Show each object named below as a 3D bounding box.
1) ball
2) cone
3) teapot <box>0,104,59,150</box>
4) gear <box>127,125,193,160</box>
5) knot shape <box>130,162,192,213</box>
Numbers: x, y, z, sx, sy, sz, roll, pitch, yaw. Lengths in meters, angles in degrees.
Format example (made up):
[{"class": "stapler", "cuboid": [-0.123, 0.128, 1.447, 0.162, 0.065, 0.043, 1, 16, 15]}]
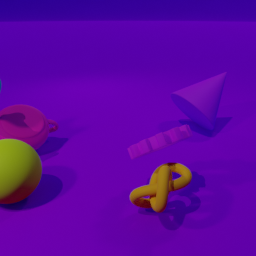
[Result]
[{"class": "ball", "cuboid": [-2.056, 0.740, 4.826, 1.099, 1.099, 1.099, 0, 23, 0]}, {"class": "cone", "cuboid": [2.217, -0.984, 7.672, 1.495, 1.489, 1.489, -48, 34, -2]}, {"class": "teapot", "cuboid": [-2.546, 0.107, 6.512, 1.958, 0.959, 1.218, -12, 61, -33]}, {"class": "gear", "cuboid": [0.539, 0.245, 4.738, 1.090, 0.202, 1.090, -21, -8, -3]}, {"class": "knot shape", "cuboid": [0.566, 0.882, 4.409, 0.981, 1.049, 0.485, -37, 82, -31]}]
